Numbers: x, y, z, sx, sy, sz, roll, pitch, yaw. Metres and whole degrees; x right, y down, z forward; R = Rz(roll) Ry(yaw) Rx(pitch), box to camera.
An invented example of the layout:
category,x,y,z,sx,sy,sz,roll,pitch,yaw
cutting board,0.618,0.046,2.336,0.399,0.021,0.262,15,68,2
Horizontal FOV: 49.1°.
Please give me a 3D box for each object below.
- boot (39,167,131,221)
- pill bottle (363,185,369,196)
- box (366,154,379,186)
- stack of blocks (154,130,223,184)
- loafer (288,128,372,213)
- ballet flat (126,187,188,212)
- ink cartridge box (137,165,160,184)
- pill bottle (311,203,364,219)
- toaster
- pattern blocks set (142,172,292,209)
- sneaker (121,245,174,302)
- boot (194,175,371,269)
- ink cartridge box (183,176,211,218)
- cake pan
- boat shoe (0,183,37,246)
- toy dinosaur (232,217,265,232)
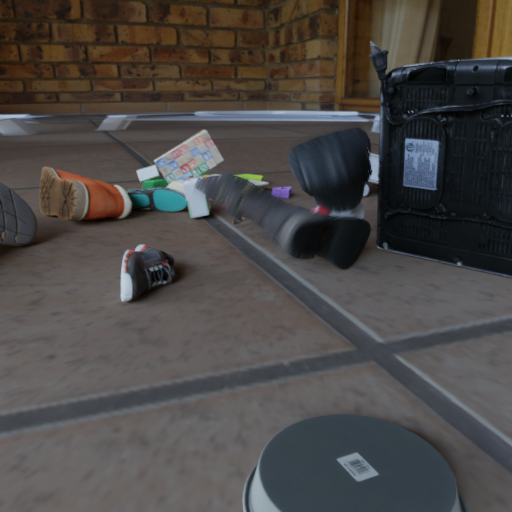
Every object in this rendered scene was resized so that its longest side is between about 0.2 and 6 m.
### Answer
category,x,y,z,sx,sy,sz,roll,pitch,yaw
boot,-3.878,-1.307,12.426,1.483,1.038,2.766,-2,17,-41
pill bottle,2.516,-1.736,14.394,0.410,0.410,0.739,-13,21,-35
box,2.735,-2.269,14.439,2.303,0.693,1.343,11,7,-11
stack of blocks,-1.507,-2.138,12.541,1.338,0.770,0.392,-32,18,-5
loafer,1.228,-1.212,8.267,1.121,1.158,3.300,-14,7,15
ballet flat,-2.314,-1.331,12.844,1.663,0.617,0.617,4,18,6
ink cartridge box,-3.017,-2.268,15.750,0.561,0.323,0.958,-19,4,-6
pill bottle,1.282,-0.630,9.452,1.015,0.570,0.570,-23,-1,41
toaster,3.738,-1.661,9.076,3.279,3.627,2.152,14,27,39
pattern blocks set,-1.034,-1.837,14.838,4.065,0.329,3.573,9,20,26
sneaker,-1.536,0.203,8.153,0.669,0.629,1.633,7,19,0
boot,0.481,-0.685,8.920,2.144,0.853,2.463,34,15,38
ink cartridge box,-1.293,-1.310,12.351,0.435,0.750,1.035,-12,14,1
cake pan,0.713,1.672,4.079,1.624,0.298,1.624,0,18,0
boat shoe,-5.272,-0.952,9.694,2.897,1.079,1.062,28,-22,-33
toy dinosaur,0.222,-0.833,11.377,1.014,0.642,1.496,17,13,26
